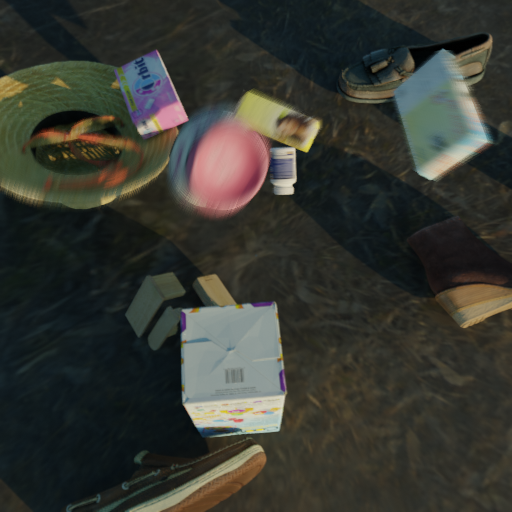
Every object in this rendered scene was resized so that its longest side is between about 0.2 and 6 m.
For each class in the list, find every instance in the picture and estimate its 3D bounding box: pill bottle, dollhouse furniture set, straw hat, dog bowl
[{"bbox_3d":[0.493,-1.566,10.318,0.466,0.466,0.839,-3,102,-1],"label":"pill bottle"},{"bbox_3d":[-1.271,1.087,9.987,1.386,1.129,1.318,-12,57,-46],"label":"dollhouse furniture set"},{"bbox_3d":[-3.349,-1.844,10.601,3.944,1.669,3.944,3,52,-4],"label":"straw hat"},{"bbox_3d":[-0.490,-1.338,8.217,1.491,1.491,0.550,-33,38,-16],"label":"dog bowl"}]

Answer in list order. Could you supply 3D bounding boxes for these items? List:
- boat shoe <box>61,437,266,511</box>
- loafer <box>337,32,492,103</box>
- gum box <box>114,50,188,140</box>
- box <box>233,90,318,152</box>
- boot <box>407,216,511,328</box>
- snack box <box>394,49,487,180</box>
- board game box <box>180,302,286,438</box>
[{"bbox_3d":[-1.440,3.390,8.322,3.165,1.169,1.171,-26,60,-12],"label":"boat shoe"},{"bbox_3d":[3.450,-4.253,12.250,3.404,1.071,1.223,-11,63,-6],"label":"loafer"},{"bbox_3d":[-1.974,-3.022,10.383,0.898,0.523,1.582,-24,61,0],"label":"gum box"},{"bbox_3d":[0.357,-2.528,10.526,1.551,0.389,0.584,24,90,11],"label":"box"},{"bbox_3d":[4.186,0.043,10.170,2.364,0.855,1.966,-20,66,-6],"label":"boot"},{"bbox_3d":[3.007,-2.358,9.322,0.356,1.115,1.920,16,54,-33],"label":"snack box"},{"bbox_3d":[-0.313,1.785,8.335,1.328,2.533,1.304,-4,63,-2],"label":"board game box"}]
